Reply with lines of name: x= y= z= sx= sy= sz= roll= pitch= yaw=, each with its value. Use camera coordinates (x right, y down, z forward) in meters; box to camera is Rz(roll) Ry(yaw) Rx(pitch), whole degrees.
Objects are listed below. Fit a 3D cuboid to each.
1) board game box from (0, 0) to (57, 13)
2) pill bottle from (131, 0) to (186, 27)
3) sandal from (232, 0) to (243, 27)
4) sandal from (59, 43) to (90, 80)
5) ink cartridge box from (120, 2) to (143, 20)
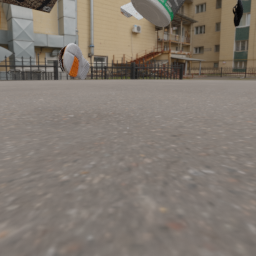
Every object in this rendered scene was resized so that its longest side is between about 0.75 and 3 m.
board game box: x=-2.440 y=-3.730 z=6.706 sx=1.392 sy=0.845 sz=1.746 roll=-42 pitch=-17 yaw=35
pill bottle: x=0.878 y=-2.972 z=5.524 sx=0.958 sy=1.693 sz=0.958 roll=34 pitch=1 yaw=0
sandal: x=4.226 y=-4.423 z=10.884 sx=0.291 sy=0.517 sz=1.358 roll=-10 pitch=-24 yaw=9
sandal: x=-2.089 y=-2.350 z=10.253 sx=0.743 sy=0.994 sz=2.594 roll=21 pitch=-3 yaw=6
ink cartridge box: x=0.387 y=-3.867 z=9.280 sx=0.868 sy=0.268 sz=1.071 roll=-31 pitch=57 yaw=-16
